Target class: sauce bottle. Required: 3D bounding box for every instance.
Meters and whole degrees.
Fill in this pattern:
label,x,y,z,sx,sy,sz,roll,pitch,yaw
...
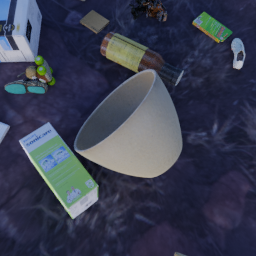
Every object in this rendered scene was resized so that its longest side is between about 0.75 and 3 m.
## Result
label,x,y,z,sx,sy,sz,roll,pitch,yaw
sauce bottle,0.473,-2.343,9.718,2.940,0.970,0.970,31,71,12

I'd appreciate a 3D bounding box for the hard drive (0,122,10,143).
label,x,y,z,sx,sy,sz,roll,pitch,yaw
hard drive,-4.631,0.076,9.146,1.257,0.168,0.829,20,69,7

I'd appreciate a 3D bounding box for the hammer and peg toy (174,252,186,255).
label,x,y,z,sx,sy,sz,roll,pitch,yaw
hammer and peg toy,1.548,4.276,7.101,1.629,0.781,2.215,29,71,13

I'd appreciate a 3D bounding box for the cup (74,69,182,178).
label,x,y,z,sx,sy,sz,roll,pitch,yaw
cup,0.280,0.169,7.878,2.131,2.979,2.979,45,71,-21

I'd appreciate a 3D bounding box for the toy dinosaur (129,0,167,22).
label,x,y,z,sx,sy,sz,roll,pitch,yaw
toy dinosaur,0.758,-4.797,10.937,1.244,0.936,1.833,-23,50,-24

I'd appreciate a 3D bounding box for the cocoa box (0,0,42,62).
label,x,y,z,sx,sy,sz,roll,pitch,yaw
cocoa box,-4.062,-3.643,9.962,1.434,1.457,2.185,-2,68,-1

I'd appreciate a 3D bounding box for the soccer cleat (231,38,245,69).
label,x,y,z,sx,sy,sz,roll,pitch,yaw
soccer cleat,4.022,-2.762,10.122,0.463,0.518,1.336,7,67,3

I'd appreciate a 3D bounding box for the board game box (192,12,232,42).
label,x,y,z,sx,sy,sz,roll,pitch,yaw
board game box,3.237,-3.844,10.744,0.676,0.212,1.414,-42,71,-15

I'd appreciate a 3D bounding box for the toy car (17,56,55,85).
label,x,y,z,sx,sy,sz,roll,pitch,yaw
toy car,-3.192,-1.825,9.603,1.058,0.869,0.835,-21,69,3

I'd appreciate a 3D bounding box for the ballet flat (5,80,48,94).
label,x,y,z,sx,sy,sz,roll,pitch,yaw
ballet flat,-3.476,-1.448,9.674,1.396,0.474,0.526,0,45,-5

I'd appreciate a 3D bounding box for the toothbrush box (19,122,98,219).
label,x,y,z,sx,sy,sz,roll,pitch,yaw
toothbrush box,-1.865,1.233,7.819,0.976,1.651,2.268,-36,72,-21

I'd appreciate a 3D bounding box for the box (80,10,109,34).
label,x,y,z,sx,sy,sz,roll,pitch,yaw
box,-1.294,-4.147,10.918,0.912,0.097,0.745,37,72,14
